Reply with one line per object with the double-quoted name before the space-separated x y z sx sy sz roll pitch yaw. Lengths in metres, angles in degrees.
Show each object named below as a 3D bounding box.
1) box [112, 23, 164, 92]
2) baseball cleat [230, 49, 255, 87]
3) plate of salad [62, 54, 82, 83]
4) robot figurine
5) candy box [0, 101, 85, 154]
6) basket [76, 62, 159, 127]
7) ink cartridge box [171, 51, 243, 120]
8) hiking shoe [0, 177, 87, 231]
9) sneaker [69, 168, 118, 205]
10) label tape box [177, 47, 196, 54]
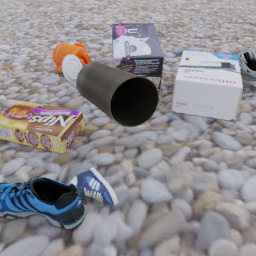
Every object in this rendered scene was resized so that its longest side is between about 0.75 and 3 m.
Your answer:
"box" 0.262 -2.742 10.632 1.771 1.538 2.681 -2 43 -3
"baseball cleat" 4.625 -2.672 10.906 0.985 1.504 2.826 -37 34 13
"plate of salad" -1.535 -1.610 7.657 0.187 0.780 0.780 1 30 35
"robot figurine" -2.375 -2.938 11.669 1.847 1.329 1.077 21 17 28
"candy box" -2.502 -0.078 7.929 2.189 0.618 1.277 10 36 17
"basket" -0.395 -0.922 6.891 1.777 1.208 1.602 31 15 39
"ink cartridge box" 2.703 -1.588 9.607 2.027 1.181 2.804 8 35 12
"hiking shoe" -1.922 1.295 5.608 2.269 0.984 0.844 6 35 9
"sneaker" -0.814 1.409 6.008 0.812 0.447 1.108 -31 51 -20
"label tape box" 2.772 -3.696 13.473 0.849 0.281 0.608 0 34 3
